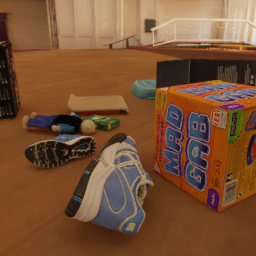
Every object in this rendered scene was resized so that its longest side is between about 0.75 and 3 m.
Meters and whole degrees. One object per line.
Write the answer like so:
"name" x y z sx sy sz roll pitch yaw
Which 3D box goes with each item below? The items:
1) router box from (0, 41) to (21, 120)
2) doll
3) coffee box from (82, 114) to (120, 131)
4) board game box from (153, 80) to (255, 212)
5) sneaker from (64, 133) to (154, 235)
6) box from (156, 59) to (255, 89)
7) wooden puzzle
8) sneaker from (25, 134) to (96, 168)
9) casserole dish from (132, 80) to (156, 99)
"router box" -4.680 -1.831 10.452 0.823 2.648 1.985 -6 20 -13
"doll" -2.101 -0.169 8.911 2.261 0.548 1.542 6 20 16
"coffee box" -0.905 -0.185 9.405 1.116 0.245 0.686 12 23 32
"board game box" 1.878 0.171 5.865 1.924 1.926 1.924 -12 23 -30
"sneaker" -0.167 0.975 5.323 1.149 1.129 2.983 27 20 1
"box" 3.030 -1.900 11.403 2.940 1.726 2.892 -4 12 -18
"wooden puzzle" -1.214 -0.953 11.428 2.334 0.435 2.159 2 19 -8
"sneaker" -1.702 0.533 6.976 1.736 0.682 0.774 -6 10 -37
"casserole dish" 1.118 -2.004 14.136 1.690 0.541 2.789 -3 19 -8
